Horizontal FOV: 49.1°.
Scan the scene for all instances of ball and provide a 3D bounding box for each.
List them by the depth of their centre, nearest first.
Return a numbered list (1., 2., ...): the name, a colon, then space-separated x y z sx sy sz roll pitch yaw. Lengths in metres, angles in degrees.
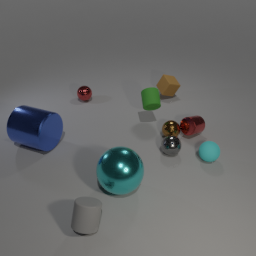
1. ball: -0.226 1.235 8.184 1.400 1.400 1.400 0 34 0
2. ball: 2.738 0.788 9.426 0.700 0.700 0.700 0 34 0
3. ball: 1.500 0.608 9.723 0.700 0.700 0.700 0 34 0
4. ball: 1.626 0.055 10.571 0.700 0.700 0.700 0 34 0
5. ball: -2.011 -1.608 12.967 0.700 0.700 0.700 0 34 0

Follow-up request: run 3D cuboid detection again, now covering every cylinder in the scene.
1. cylinder: -1.051 2.196 7.098 0.700 0.700 0.700 9 6 -1
2. cylinder: -3.289 -0.004 9.994 1.400 1.400 1.400 13 36 19
3. cylinder: 2.456 -0.102 10.649 0.700 0.700 0.700 -10 32 -43
4. cylinder: 0.893 -1.123 10.919 0.700 0.700 0.700 -4 71 -6

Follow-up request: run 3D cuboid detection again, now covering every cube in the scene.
1. cube: 1.883 -1.988 13.106 0.700 0.700 0.700 3 46 -34
